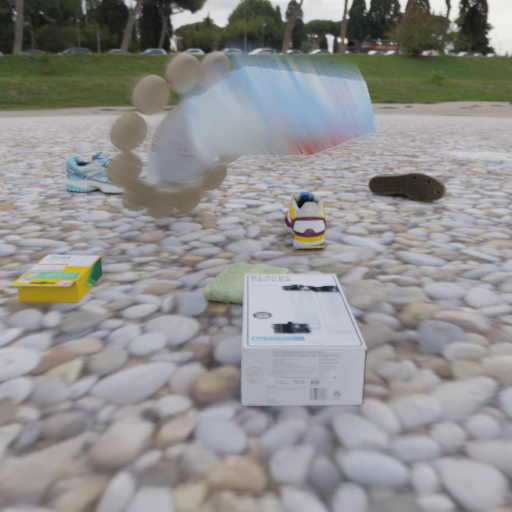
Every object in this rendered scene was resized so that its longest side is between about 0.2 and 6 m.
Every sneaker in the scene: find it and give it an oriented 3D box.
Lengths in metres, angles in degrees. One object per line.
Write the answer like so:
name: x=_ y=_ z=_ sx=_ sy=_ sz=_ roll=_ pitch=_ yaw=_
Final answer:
sneaker: x=-4.008 y=-2.247 z=15.062 sx=2.447 sy=1.056 sz=0.950 roll=1 pitch=18 yaw=4
sneaker: x=0.971 y=-0.827 z=10.800 sx=0.788 sy=0.947 sz=2.102 roll=-2 pitch=18 yaw=-5
sneaker: x=3.942 y=-1.846 z=14.386 sx=2.035 sy=0.717 sz=0.769 roll=13 pitch=21 yaw=35

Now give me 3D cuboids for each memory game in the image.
memory game: x=-1.426 y=-2.318 z=11.199 sx=0.232 sy=3.638 sz=3.638 roll=39 pitch=37 yaw=29

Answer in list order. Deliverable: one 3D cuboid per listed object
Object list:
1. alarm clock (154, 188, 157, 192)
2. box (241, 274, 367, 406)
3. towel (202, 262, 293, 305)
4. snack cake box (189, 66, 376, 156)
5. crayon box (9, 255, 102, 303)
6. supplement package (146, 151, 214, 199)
alarm clock: x=-2.239 y=-1.671 z=14.327 sx=0.855 sy=0.422 sz=1.267 roll=2 pitch=16 yaw=6
box: x=0.425 y=0.821 z=6.182 sx=1.207 sy=0.622 sz=2.069 roll=0 pitch=17 yaw=1
towel: x=-0.109 y=0.378 z=8.181 sx=1.033 sy=0.254 sz=1.393 roll=5 pitch=18 yaw=19
snack cake box: x=0.438 y=-2.117 z=8.535 sx=2.489 sy=0.836 sz=1.431 roll=-9 pitch=-4 yaw=-40
crayon box: x=-2.854 y=0.348 z=8.116 sx=0.851 sy=0.349 sz=1.354 roll=1 pitch=17 yaw=2
supplement package: x=-1.690 y=-1.870 z=12.744 sx=0.834 sy=0.844 sz=1.392 roll=-8 pitch=-16 yaw=37
